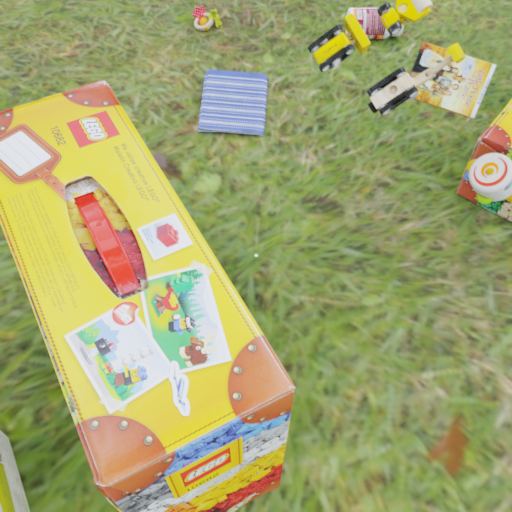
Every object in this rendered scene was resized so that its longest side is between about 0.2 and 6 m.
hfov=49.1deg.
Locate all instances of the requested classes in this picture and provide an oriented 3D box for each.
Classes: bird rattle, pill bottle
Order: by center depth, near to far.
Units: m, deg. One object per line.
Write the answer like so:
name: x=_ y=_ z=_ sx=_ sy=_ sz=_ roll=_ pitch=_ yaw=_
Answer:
pill bottle: x=2.615 y=-5.143 z=12.390 sx=1.189 sy=0.651 sz=0.651 roll=0 pitch=54 yaw=0
bird rattle: x=-1.190 y=-5.412 z=12.784 sx=0.730 sy=0.411 sz=0.595 roll=22 pitch=73 yaw=19

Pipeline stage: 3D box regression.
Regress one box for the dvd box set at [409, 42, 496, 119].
dvd box set: x=2.998 y=-2.737 z=8.758 sx=1.177 sy=0.861 sz=0.173 roll=22 pitch=13 yaw=9

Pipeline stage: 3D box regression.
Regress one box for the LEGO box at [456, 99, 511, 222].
LEGO box: x=5.560 y=-1.914 z=9.638 sx=2.591 sy=1.343 sz=3.480 roll=34 pitch=61 yaw=22

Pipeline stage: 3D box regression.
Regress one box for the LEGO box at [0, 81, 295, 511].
LEGO box: x=-1.453 y=0.711 z=6.566 sx=1.697 sy=3.275 sz=4.397 roll=-24 pitch=58 yaw=-17

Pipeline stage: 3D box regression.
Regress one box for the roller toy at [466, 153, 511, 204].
roller toy: x=3.195 y=-1.073 z=7.555 sx=0.579 sy=0.444 sz=0.635 roll=-20 pitch=62 yaw=29

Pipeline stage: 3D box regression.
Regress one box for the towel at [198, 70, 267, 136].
towel: x=-0.451 y=-3.078 z=11.229 sx=1.302 sy=0.215 sz=1.799 roll=4 pitch=56 yaw=0

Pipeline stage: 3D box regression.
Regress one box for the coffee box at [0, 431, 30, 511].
coffee box: x=-3.492 y=2.741 z=6.307 sx=1.342 sy=1.329 sz=1.344 roll=-25 pitch=58 yaw=-17

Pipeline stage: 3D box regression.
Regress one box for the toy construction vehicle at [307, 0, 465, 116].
toy construction vehicle: x=1.810 y=-2.799 z=7.820 sx=1.683 sy=0.593 sz=1.465 roll=-33 pitch=83 yaw=18
